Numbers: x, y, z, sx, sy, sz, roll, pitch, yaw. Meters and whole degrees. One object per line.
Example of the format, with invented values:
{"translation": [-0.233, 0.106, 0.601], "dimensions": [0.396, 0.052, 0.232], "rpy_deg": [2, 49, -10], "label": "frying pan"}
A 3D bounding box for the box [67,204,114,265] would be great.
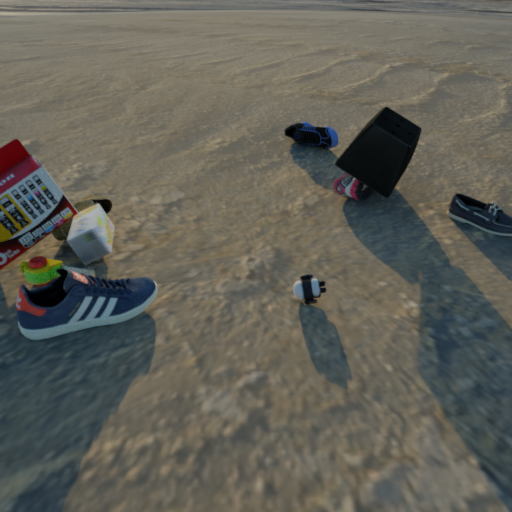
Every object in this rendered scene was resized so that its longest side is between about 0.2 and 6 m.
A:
{"translation": [-3.442, -0.472, 11.741], "dimensions": [0.618, 0.686, 1.219], "rpy_deg": [-25, 32, 5], "label": "box"}

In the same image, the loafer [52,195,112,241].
{"translation": [-3.903, -0.942, 12.575], "dimensions": [0.633, 0.714, 1.877], "rpy_deg": [-10, 26, 24], "label": "loafer"}

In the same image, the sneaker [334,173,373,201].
{"translation": [2.868, -2.113, 14.526], "dimensions": [0.791, 0.854, 2.119], "rpy_deg": [19, 34, 38], "label": "sneaker"}

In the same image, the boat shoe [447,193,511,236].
{"translation": [5.286, -0.958, 12.827], "dimensions": [1.815, 0.569, 0.659], "rpy_deg": [25, 39, 35], "label": "boat shoe"}

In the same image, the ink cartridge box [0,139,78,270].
{"translation": [-4.947, -1.009, 11.113], "dimensions": [2.009, 1.764, 0.842], "rpy_deg": [-40, 44, -13], "label": "ink cartridge box"}

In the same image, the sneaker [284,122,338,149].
{"translation": [1.688, -3.701, 17.430], "dimensions": [0.781, 0.703, 2.004], "rpy_deg": [-21, 30, -26], "label": "sneaker"}

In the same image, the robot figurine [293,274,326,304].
{"translation": [0.983, 0.610, 10.299], "dimensions": [0.598, 0.373, 0.449], "rpy_deg": [-9, 37, 3], "label": "robot figurine"}

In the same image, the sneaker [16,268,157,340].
{"translation": [-2.888, 0.628, 9.701], "dimensions": [2.435, 1.029, 0.913], "rpy_deg": [-17, 34, -27], "label": "sneaker"}

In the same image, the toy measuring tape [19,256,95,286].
{"translation": [-3.874, 0.349, 10.669], "dimensions": [1.583, 0.582, 0.582], "rpy_deg": [10, 32, 16], "label": "toy measuring tape"}

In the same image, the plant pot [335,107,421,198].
{"translation": [3.033, -2.564, 13.265], "dimensions": [1.518, 1.347, 1.514], "rpy_deg": [35, 47, 5], "label": "plant pot"}
